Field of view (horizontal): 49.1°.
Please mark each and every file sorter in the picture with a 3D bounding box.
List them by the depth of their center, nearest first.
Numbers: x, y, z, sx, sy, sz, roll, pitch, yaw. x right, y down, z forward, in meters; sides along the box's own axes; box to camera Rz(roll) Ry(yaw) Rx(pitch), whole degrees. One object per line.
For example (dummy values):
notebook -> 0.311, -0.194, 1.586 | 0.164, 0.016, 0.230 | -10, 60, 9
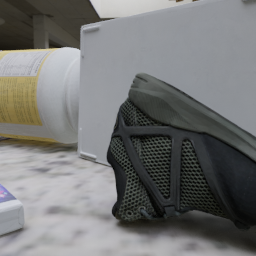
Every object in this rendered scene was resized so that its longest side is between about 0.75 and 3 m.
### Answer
file sorter -> 0.903, -0.443, 4.051 | 2.942, 2.042, 1.832 | 9, 10, 43

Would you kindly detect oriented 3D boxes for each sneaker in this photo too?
sneaker -> 0.654, 0.521, 2.313 | 2.090, 1.197, 0.799 | 34, 16, 21

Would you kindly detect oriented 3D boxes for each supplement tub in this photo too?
supplement tub -> -1.658, -0.653, 5.674 | 2.560, 1.861, 1.861 | 4, 10, 21

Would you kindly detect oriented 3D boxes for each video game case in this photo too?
video game case -> -2.484, 0.651, 2.723 | 1.985, 0.250, 2.773 | -8, 12, -39

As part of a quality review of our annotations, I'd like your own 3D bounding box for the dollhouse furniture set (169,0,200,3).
dollhouse furniture set -> 2.114, -3.363, 7.285 | 0.932, 1.091, 2.106 | -17, 19, -31
